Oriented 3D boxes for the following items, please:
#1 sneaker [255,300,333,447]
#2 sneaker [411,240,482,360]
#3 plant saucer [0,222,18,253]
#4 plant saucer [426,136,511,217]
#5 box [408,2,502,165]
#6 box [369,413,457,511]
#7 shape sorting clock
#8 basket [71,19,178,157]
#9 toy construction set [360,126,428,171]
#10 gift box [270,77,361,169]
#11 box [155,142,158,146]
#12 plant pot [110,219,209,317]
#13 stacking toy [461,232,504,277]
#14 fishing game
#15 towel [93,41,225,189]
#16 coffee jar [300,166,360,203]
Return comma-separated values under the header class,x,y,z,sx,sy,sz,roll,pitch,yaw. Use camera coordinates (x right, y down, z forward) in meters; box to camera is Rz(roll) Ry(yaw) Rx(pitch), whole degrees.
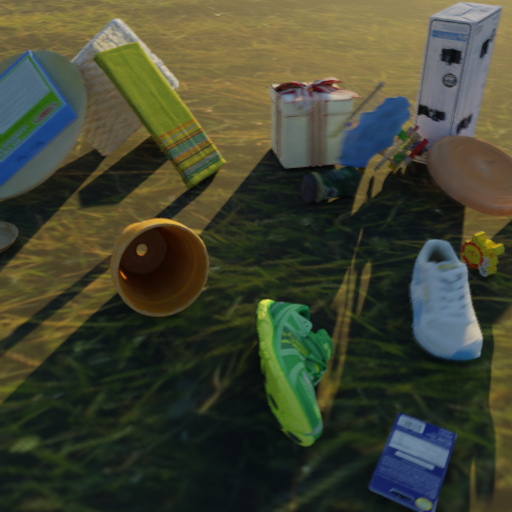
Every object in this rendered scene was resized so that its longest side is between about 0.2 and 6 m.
class,x,y,z,sx,sy,sz,roll,pitch,yaw
sneaker,0.546,1.317,7.219,0.988,0.876,2.365,-7,35,-3
sneaker,2.727,0.617,8.187,0.846,0.893,2.211,0,33,1
plant saucer,-4.833,-0.257,10.095,1.062,0.188,1.062,0,35,0
plant saucer,4.603,-1.731,11.438,2.265,0.366,2.265,10,48,-11
box,4.407,-3.782,12.546,0.965,3.209,1.872,22,42,30
box,1.771,2.351,6.323,0.707,0.189,1.167,17,37,23
shape sorting clock,-5.099,-2.798,11.891,3.521,0.691,3.521,-8,66,19
basket,-3.356,-3.875,13.067,2.133,2.114,1.715,-32,28,28
toy construction set,2.929,-2.285,12.378,1.407,1.296,1.687,36,13,-21
gift box,1.298,-3.067,12.701,1.738,1.758,1.883,-9,31,-14
box,-2.187,-3.160,14.034,0.794,0.500,0.807,-13,37,-15
plant pot,-1.637,0.057,8.750,1.436,1.436,1.315,-17,22,-22
stacking toy,5.134,0.302,8.963,2.198,0.685,2.915,-17,40,-20
fishing game,2.338,-2.495,11.365,0.407,1.873,2.616,52,23,25
towel,-2.021,-3.069,12.114,0.300,3.319,1.428,-31,9,40
coffee jar,1.490,-1.452,11.433,1.174,0.612,0.501,-12,54,-18
